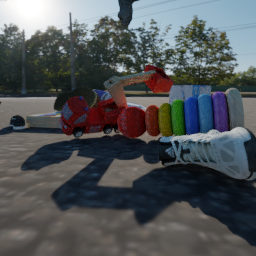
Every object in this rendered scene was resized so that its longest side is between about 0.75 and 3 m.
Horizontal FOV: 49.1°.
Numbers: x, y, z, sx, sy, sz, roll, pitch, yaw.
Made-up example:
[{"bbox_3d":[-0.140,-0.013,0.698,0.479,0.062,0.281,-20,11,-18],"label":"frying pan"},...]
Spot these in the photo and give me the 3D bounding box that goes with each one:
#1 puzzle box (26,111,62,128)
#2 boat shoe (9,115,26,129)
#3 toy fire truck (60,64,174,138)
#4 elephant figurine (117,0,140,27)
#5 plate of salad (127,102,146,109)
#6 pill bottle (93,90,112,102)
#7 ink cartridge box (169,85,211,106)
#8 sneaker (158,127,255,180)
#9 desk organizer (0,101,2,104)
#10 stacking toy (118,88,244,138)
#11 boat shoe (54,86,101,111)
[{"bbox_3d":[-1.867,-0.339,9.526,1.860,0.355,2.795,2,8,12],"label":"puzzle box"},{"bbox_3d":[-3.325,-0.212,8.478,0.473,0.378,1.252,-5,9,-32],"label":"boat shoe"},{"bbox_3d":[-0.285,-0.664,6.723,2.488,1.755,0.606,-5,47,-34],"label":"toy fire truck"},{"bbox_3d":[0.280,-2.911,5.169,1.192,1.685,1.307,-12,-21,-36],"label":"elephant figurine"},{"bbox_3d":[0.065,-1.098,14.920,1.851,0.445,1.851,10,10,-2],"label":"plate of salad"},{"bbox_3d":[-1.308,-1.191,12.665,1.718,1.028,1.028,16,16,35],"label":"pill bottle"},{"bbox_3d":[3.381,-1.643,15.386,1.861,1.359,1.365,6,9,40],"label":"ink cartridge box"},{"bbox_3d":[0.938,0.384,3.691,1.007,0.661,1.751,-9,0,-2],"label":"sneaker"},{"bbox_3d":[-6.124,-0.740,11.171,2.056,0.737,0.791,2,6,18],"label":"desk organizer"},{"bbox_3d":[1.071,-0.169,6.222,2.706,1.155,1.155,-5,6,14],"label":"stacking toy"},{"bbox_3d":[-2.024,-1.049,11.857,0.987,1.052,2.922,27,-18,-39],"label":"boat shoe"}]
